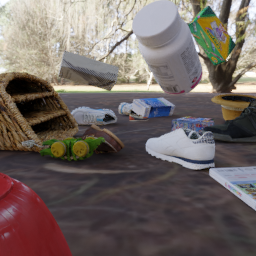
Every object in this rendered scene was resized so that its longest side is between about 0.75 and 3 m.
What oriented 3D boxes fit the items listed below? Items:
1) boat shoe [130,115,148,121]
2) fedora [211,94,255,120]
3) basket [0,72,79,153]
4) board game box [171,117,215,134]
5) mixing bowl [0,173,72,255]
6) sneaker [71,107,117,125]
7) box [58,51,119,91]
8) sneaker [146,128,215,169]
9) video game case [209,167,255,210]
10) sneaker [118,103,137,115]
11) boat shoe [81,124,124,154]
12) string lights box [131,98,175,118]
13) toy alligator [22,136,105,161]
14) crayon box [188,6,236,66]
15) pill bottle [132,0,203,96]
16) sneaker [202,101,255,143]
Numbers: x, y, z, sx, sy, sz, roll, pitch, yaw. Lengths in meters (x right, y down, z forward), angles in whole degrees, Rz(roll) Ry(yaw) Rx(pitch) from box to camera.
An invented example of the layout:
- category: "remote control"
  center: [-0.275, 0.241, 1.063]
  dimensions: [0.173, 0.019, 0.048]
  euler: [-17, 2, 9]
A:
- category: "boat shoe"
  center: [0.529, -0.494, 13.342]
  dimensions: [0.974, 0.305, 0.347]
  euler: [-2, 8, -19]
- category: "fedora"
  center: [5.237, -0.895, 13.278]
  dimensions: [2.739, 1.117, 2.739]
  euler: [0, 17, 0]
- category: "basket"
  center: [-2.953, -0.625, 8.436]
  dimensions: [2.226, 2.132, 2.987]
  euler: [1, 10, 11]
- category: "board game box"
  center: [2.608, -0.097, 10.418]
  dimensions: [1.472, 0.454, 1.472]
  euler: [8, 12, 35]
- category: "mixing bowl"
  center: [-1.297, 0.961, 2.002]
  dimensions: [2.024, 1.096, 2.024]
  euler: [1, 8, 0]
- category: "sneaker"
  center: [-1.419, -0.464, 11.891]
  dimensions: [2.088, 0.783, 0.905]
  euler: [-4, 15, -22]
- category: "box"
  center: [-2.029, -2.898, 14.436]
  dimensions: [2.894, 0.989, 1.189]
  euler: [13, -24, -16]
- category: "sneaker"
  center: [1.181, 0.367, 6.545]
  dimensions: [0.763, 0.804, 1.996]
  euler: [-10, 12, -38]
- category: "video game case"
  center: [2.341, 0.988, 4.676]
  dimensions: [1.288, 0.162, 1.799]
  euler: [-1, 9, -8]
- category: "sneaker"
  center: [0.517, -1.065, 15.839]
  dimensions: [0.963, 0.833, 2.222]
  euler: [19, 25, 38]
- category: "boat shoe"
  center: [-0.722, 0.381, 7.286]
  dimensions: [0.649, 0.649, 1.845]
  euler: [-44, 22, -15]
- category: "string lights box"
  center: [1.365, -1.112, 15.051]
  dimensions: [2.127, 0.627, 1.093]
  euler: [-7, 34, -36]
- category: "toy alligator"
  center: [-1.533, 0.518, 6.637]
  dimensions: [2.145, 0.515, 0.711]
  euler: [-3, 8, 19]
- category: "crayon box"
  center: [3.515, -3.839, 11.709]
  dimensions: [1.243, 2.093, 0.610]
  euler: [-52, 19, -28]
- category: "pill bottle"
  center: [1.202, -2.241, 8.190]
  dimensions: [1.495, 1.495, 2.637]
  euler: [5, -24, 29]
- category: "sneaker"
  center: [3.479, -0.233, 8.619]
  dimensions: [2.351, 1.347, 0.899]
  euler: [-1, 7, 8]
